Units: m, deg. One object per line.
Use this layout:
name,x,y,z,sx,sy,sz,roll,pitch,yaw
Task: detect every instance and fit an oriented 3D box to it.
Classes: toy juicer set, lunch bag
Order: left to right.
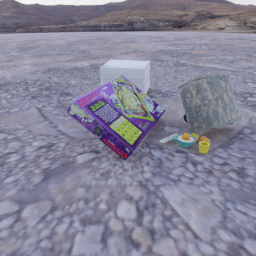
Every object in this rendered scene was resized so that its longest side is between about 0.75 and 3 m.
toy juicer set,1.469,0.240,6.970,1.199,0.326,0.763,12,24,22
lunch bag,2.337,-0.685,7.634,1.690,1.386,0.994,-11,-6,-36

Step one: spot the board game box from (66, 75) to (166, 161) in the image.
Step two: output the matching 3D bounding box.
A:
board game box,-0.122,-0.452,7.422,1.776,0.478,2.960,43,30,1

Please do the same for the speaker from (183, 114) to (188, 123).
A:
speaker,2.035,-0.400,8.522,0.327,0.327,0.807,20,30,39

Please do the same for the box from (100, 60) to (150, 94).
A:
box,-0.061,-2.050,11.377,1.755,1.153,1.765,5,24,10
